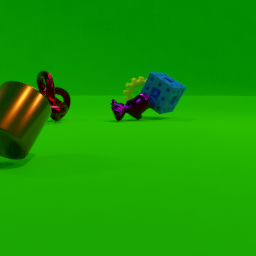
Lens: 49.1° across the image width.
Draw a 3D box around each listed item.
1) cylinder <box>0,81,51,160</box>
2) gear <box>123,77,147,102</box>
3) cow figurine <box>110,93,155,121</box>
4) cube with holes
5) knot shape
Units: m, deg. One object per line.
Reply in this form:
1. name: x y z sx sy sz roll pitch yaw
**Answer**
1. cylinder: -1.520 -0.096 3.700 0.762 0.762 0.762 3 51 21
2. gear: 0.429 -1.330 10.768 1.227 1.227 0.227 -2 22 -19
3. cow figurine: 0.120 -0.734 9.232 1.325 0.727 1.304 -37 -30 19
4. cube with holes: 1.213 -1.251 9.993 1.049 1.049 1.049 39 27 24
5. knot shape: -2.398 -0.884 8.793 0.778 1.685 1.576 -25 30 8
